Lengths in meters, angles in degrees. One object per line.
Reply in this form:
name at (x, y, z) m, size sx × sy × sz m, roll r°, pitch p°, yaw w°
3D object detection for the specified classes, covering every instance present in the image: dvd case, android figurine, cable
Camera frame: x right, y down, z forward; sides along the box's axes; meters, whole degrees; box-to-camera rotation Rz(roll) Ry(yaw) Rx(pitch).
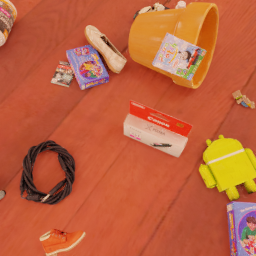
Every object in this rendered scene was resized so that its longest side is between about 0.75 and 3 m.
dvd case at (-2.393, -2.050, 10.555) m, size 0.724 × 0.109 × 0.991 m, roll 13°, pitch 65°, yaw 6°
android figurine at (3.223, 1.202, 8.964) m, size 1.892 × 0.427 × 2.078 m, roll -21°, pitch 69°, yaw -8°
cable at (-2.488, 1.336, 8.855) m, size 1.675 × 0.522 × 2.053 m, roll 5°, pitch 66°, yaw 2°

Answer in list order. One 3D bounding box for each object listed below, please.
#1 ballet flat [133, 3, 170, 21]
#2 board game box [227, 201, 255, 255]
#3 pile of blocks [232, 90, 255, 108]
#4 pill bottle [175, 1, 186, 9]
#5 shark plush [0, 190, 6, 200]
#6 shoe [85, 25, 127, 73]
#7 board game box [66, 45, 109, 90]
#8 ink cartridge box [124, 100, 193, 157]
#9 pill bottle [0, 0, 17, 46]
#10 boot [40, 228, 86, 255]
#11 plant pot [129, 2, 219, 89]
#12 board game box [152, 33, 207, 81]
ballet flat at (1.015, -4.778, 11.507) m, size 1.662 × 0.607 × 0.607 m, roll -20°, pitch 68°, yaw -9°
board game box at (4.270, 3.099, 8.045) m, size 2.558 × 0.573 × 1.720 m, roll 4°, pitch 66°, yaw 2°
pile of blocks at (4.144, -1.003, 10.055) m, size 0.907 × 0.372 × 0.282 m, roll 42°, pitch 30°, yaw 7°
pill bottle at (2.121, -4.747, 11.383) m, size 0.424 × 0.762 × 0.424 m, roll 0°, pitch 66°, yaw 0°
shark plush at (-4.779, 2.313, 8.166) m, size 1.076 × 0.986 × 2.368 m, roll 33°, pitch 70°, yaw 13°
shoe at (-0.827, -3.108, 10.591) m, size 0.804 × 0.614 × 2.300 m, roll -17°, pitch 67°, yaw -52°
board game box at (-1.518, -2.310, 10.466) m, size 1.091 × 0.363 × 1.622 m, roll -19°, pitch 68°, yaw -15°
ink cartridge box at (0.853, 0.079, 8.717) m, size 2.037 × 1.768 × 0.444 m, roll 23°, pitch 68°, yaw 10°
pill bottle at (-5.191, -3.921, 10.772) m, size 1.227 × 1.227 × 2.108 m, roll 8°, pitch 67°, yaw 4°
boot at (-1.342, 2.240, 5.708) m, size 0.946 × 0.355 × 0.507 m, roll -26°, pitch 93°, yaw 7°
plant pot at (1.498, -2.977, 9.754) m, size 2.497 × 2.728 × 2.728 m, roll 18°, pitch 67°, yaw 24°
board game box at (1.070, -1.474, 5.866) m, size 0.924 × 0.699 × 0.169 m, roll 18°, pitch 27°, yaw -17°
